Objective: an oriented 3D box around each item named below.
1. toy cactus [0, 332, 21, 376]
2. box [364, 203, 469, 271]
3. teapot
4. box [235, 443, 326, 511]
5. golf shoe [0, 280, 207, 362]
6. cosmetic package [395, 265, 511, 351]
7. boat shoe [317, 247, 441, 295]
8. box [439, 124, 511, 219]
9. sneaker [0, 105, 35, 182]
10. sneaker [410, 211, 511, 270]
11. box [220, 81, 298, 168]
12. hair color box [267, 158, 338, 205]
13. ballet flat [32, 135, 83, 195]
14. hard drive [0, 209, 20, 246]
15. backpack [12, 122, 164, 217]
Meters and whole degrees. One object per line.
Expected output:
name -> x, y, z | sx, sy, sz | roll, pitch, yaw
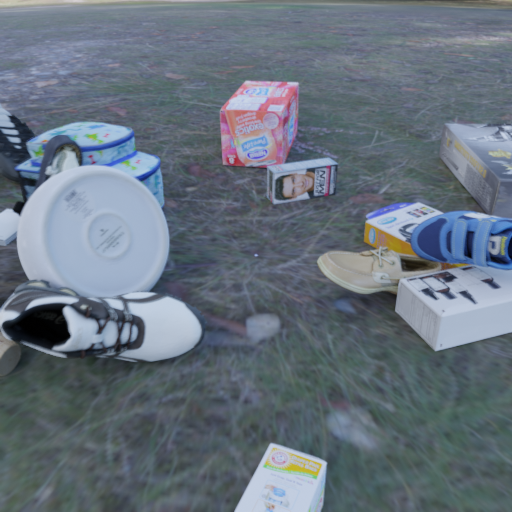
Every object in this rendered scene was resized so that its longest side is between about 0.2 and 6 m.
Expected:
toy cactus -> -3.876, 0.772, 6.889 | 2.164, 1.341, 2.622 | 19, 25, 13
box -> 2.876, -0.255, 9.244 | 1.350, 0.470, 2.269 | -19, 32, -29
teapot -> -2.415, -0.144, 7.851 | 2.170, 2.142, 1.585 | 1, -7, -40
box -> 0.167, 2.233, 4.718 | 0.547, 0.607, 1.079 | 12, 32, 20
golf shoe -> -1.729, 0.881, 6.404 | 2.327, 0.905, 1.100 | 5, 10, -8
cosmetic package -> 3.211, 0.557, 7.657 | 2.371, 0.600, 0.979 | -10, 32, -17
boat shoe -> 1.736, 0.145, 7.799 | 1.876, 0.610, 0.677 | 11, 36, -23
box -> 5.693, -1.866, 11.610 | 2.795, 0.853, 3.529 | 1, 29, 1
sneaker -> -6.017, -2.559, 12.515 | 3.611, 1.634, 1.200 | 47, 31, 24
sneaker -> 2.998, -0.201, 7.368 | 2.003, 0.741, 0.824 | 2, 9, 31
box -> 0.151, -3.235, 13.507 | 1.456, 1.343, 2.837 | 5, 30, 8
hair color box -> 0.915, -1.496, 11.150 | 1.373, 0.680, 0.416 | -11, 32, -18
ballet flat -> -3.056, -0.822, 8.578 | 0.772, 2.113, 0.772 | 11, 0, 0
hard drive -> -4.476, -0.521, 10.013 | 0.720, 0.146, 1.092 | 7, 31, 12
backpack -> -2.869, -1.458, 10.051 | 2.238, 1.645, 2.048 | 14, 30, 17
